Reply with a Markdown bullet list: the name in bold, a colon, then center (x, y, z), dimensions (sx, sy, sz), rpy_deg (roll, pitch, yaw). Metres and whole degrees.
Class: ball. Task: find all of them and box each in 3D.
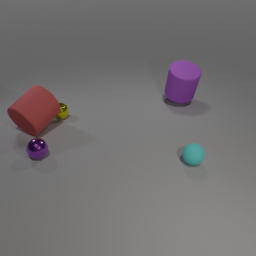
- **ball**: center (2.105, 0.839, 9.000), dimensions (0.700, 0.700, 0.700), rpy_deg (0, 30, 0)
- **ball**: center (-2.842, -0.719, 11.778), dimensions (0.700, 0.700, 0.700), rpy_deg (0, 30, 0)
- **ball**: center (-3.026, 0.684, 9.341), dimensions (0.700, 0.700, 0.700), rpy_deg (0, 30, 0)

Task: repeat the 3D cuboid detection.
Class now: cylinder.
- **cylinder**: center (-3.546, -0.669, 10.640), dimensions (1.400, 1.400, 1.400), rpy_deg (18, 55, 28)
- **cylinder**: center (2.450, -2.082, 12.666), dimensions (1.400, 1.400, 1.400), rpy_deg (3, 49, -3)
